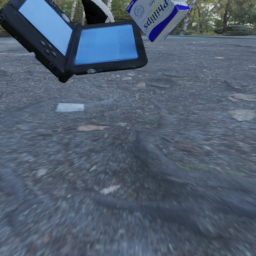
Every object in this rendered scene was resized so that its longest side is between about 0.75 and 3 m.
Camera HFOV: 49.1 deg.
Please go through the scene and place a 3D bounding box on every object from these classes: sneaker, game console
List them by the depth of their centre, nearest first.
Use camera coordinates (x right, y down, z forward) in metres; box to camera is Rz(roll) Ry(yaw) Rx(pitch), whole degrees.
[{"bbox_3d":[-0.879,-2.002,5.215,1.384,2.092,2.379,-34,33,20],"label":"game console"},{"bbox_3d":[-0.893,-2.621,7.678,0.719,1.101,1.969,34,-4,26],"label":"sneaker"}]

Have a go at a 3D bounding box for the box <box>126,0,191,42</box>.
[{"bbox_3d":[0.492,-2.001,4.722,0.416,0.730,0.794,-28,78,-47],"label":"box"}]
